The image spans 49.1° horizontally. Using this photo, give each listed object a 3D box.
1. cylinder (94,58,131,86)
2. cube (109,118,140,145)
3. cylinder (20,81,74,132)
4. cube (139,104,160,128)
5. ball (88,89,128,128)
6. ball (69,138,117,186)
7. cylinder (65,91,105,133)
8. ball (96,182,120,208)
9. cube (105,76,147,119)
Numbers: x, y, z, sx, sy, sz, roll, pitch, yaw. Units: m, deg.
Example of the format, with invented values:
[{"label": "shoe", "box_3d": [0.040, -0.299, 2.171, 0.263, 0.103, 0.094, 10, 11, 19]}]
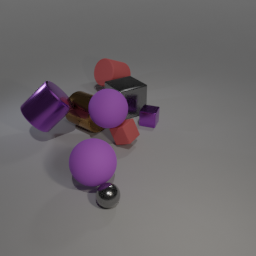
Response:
[{"label": "cylinder", "box_3d": [-0.816, -2.840, 14.683, 1.400, 1.400, 1.400, 25, 17, 35]}, {"label": "cube", "box_3d": [-0.122, 0.142, 10.383, 0.700, 0.700, 0.700, -8, 23, 41]}, {"label": "cylinder", "box_3d": [-3.007, -0.799, 10.478, 1.400, 1.400, 1.400, -42, 34, 9]}, {"label": "cube", "box_3d": [0.908, -0.504, 11.883, 0.700, 0.700, 0.700, 10, 33, 17]}, {"label": "ball", "box_3d": [-0.698, -0.688, 9.940, 1.400, 1.400, 1.400, 0, 31, 0]}, {"label": "ball", "box_3d": [-1.027, 1.005, 8.234, 1.400, 1.400, 1.400, 0, 31, 0]}, {"label": "cylinder", "box_3d": [-1.622, -0.676, 11.471, 1.400, 1.400, 1.400, 22, 37, 31]}, {"label": "ball", "box_3d": [-0.564, 1.893, 7.906, 0.700, 0.700, 0.700, 0, 31, 0]}, {"label": "cube", "box_3d": [-0.103, -1.379, 12.640, 1.400, 1.400, 1.400, -18, 35, -27]}]
